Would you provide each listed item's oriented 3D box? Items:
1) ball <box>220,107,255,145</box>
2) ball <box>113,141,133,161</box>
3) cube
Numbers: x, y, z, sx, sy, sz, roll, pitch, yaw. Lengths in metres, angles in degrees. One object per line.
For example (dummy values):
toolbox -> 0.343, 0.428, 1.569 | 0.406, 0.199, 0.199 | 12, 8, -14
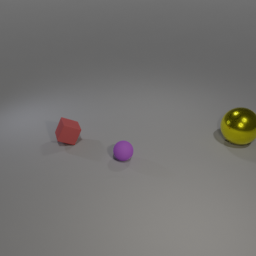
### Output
ball -> 4.175, -0.072, 10.428 | 1.400, 1.400, 1.400 | 0, 29, 0
ball -> -0.161, 0.781, 9.646 | 0.700, 0.700, 0.700 | 0, 29, 0
cube -> -2.266, 0.117, 10.569 | 0.700, 0.700, 0.700 | 16, 20, -29
